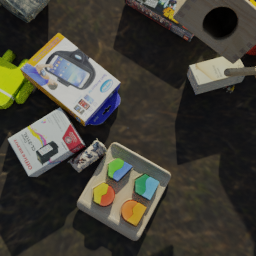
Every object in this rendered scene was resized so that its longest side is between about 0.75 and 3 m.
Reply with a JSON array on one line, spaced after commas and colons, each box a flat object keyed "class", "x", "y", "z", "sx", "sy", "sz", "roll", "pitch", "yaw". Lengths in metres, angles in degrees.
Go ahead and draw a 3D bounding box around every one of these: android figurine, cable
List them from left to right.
[{"class": "android figurine", "x": -4.003, "y": -1.455, "z": 8.915, "sx": 1.884, "sy": 0.425, "sz": 2.070, "roll": 28, "pitch": 78, "yaw": 4}, {"class": "cable", "x": 3.422, "y": -1.483, "z": 9.104, "sx": 0.814, "sy": 0.205, "sz": 0.395, "roll": -39, "pitch": 68, "yaw": -18}]

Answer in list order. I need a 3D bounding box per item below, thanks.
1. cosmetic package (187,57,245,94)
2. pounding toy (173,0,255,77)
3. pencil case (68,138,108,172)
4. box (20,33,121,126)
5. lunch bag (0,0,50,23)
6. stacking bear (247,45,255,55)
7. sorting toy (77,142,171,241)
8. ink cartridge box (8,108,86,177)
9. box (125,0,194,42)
[{"class": "cosmetic package", "x": 2.766, "y": -1.706, "z": 8.814, "sx": 1.573, "sy": 0.575, "sz": 0.814, "roll": -16, "pitch": 66, "yaw": -4}, {"class": "pounding toy", "x": 2.544, "y": -2.255, "z": 6.174, "sx": 2.859, "sy": 1.308, "sz": 2.511, "roll": 32, "pitch": 43, "yaw": -13}, {"class": "pencil case", "x": -1.230, "y": 0.851, "z": 8.508, "sx": 1.181, "sy": 0.459, "sz": 0.528, "roll": -37, "pitch": 85, "yaw": -6}, {"class": "box", "x": -1.619, "y": -1.413, "z": 8.672, "sx": 2.889, "sy": 0.599, "sz": 1.720, "roll": 38, "pitch": 74, "yaw": 5}, {"class": "lunch bag", "x": -3.329, "y": -4.392, "z": 9.105, "sx": 1.813, "sy": 1.066, "sz": 1.487, "roll": 38, "pitch": 82, "yaw": 11}, {"class": "stacking bear", "x": 4.585, "y": -2.432, "z": 8.773, "sx": 2.041, "sy": 1.239, "sz": 1.161, "roll": 29, "pitch": 121, "yaw": 12}, {"class": "sorting toy", "x": -0.111, "y": 1.868, "z": 8.359, "sx": 2.112, "sy": 0.416, "sz": 2.282, "roll": 29, "pitch": 82, "yaw": 5}, {"class": "ink cartridge box", "x": -2.412, "y": 0.454, "z": 8.428, "sx": 1.806, "sy": 0.748, "sz": 1.316, "roll": -33, "pitch": 82, "yaw": -5}, {"class": "box", "x": 1.452, "y": -4.340, "z": 9.360, "sx": 2.641, "sy": 0.527, "sz": 1.808, "roll": 33, "pitch": 82, "yaw": 5}]
